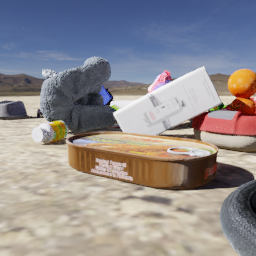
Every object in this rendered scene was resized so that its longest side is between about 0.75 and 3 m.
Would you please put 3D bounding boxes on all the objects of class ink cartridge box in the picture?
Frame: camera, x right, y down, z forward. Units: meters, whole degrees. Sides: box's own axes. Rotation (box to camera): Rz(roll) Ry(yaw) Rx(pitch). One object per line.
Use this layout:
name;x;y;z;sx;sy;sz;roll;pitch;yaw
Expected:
ink cartridge box;0.336;-0.406;11.884;2.351;0.727;2.899;1;27;3
ink cartridge box;1.009;-0.587;7.554;2.459;1.018;1.802;-27;5;9

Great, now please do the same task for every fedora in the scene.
fedora;1.440;0.843;1.672;1.713;0.782;1.713;-2;11;0
fedora;-5.605;-0.908;13.540;1.671;0.853;1.889;5;10;32

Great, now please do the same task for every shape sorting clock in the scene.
shape sorting clock;-0.559;-0.536;11.044;1.277;0.251;1.277;2;37;-1

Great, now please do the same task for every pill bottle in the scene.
pill bottle;-2.133;0.117;7.654;0.535;0.535;0.964;4;10;25

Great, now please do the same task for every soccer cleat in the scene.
soccer cleat;1.564;-2.045;12.953;0.974;1.117;2.921;18;16;6

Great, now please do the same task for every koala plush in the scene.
koala plush;-2.225;-1.134;10.058;2.614;2.522;2.844;-19;21;-32

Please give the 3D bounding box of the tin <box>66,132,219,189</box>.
tin;0.163;0.489;5.135;2.894;0.606;1.620;6;14;34

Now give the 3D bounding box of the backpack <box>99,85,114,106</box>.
backpack;-1.569;-1.491;13.886;1.566;1.618;1.928;-34;-1;4

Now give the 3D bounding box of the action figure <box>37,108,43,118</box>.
action figure;-4.015;-0.850;14.377;1.053;0.561;1.618;-5;3;15

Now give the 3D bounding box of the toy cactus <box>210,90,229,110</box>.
toy cactus;3.216;-0.748;10.409;2.218;1.134;1.830;23;10;-25

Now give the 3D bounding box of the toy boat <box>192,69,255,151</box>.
toy boat;3.055;-0.576;7.445;1.941;1.945;2.975;8;12;41
